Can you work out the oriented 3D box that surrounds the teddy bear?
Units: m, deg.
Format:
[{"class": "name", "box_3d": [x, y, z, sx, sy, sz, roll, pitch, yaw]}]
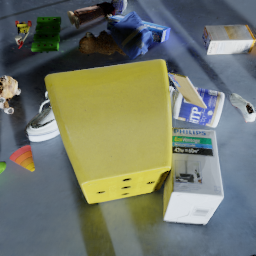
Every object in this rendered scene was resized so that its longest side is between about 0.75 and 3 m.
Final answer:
[{"class": "teddy bear", "box_3d": [-0.845, -3.445, 11.188, 2.266, 0.756, 1.643, 12, 49, 9]}]

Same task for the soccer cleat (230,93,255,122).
[{"class": "soccer cleat", "box_3d": [3.786, -0.759, 9.174, 0.445, 0.498, 1.284, -13, 52, -10]}]

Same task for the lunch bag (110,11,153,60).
[{"class": "lunch bag", "box_3d": [0.178, -2.600, 8.231, 0.943, 1.388, 0.918, -37, 85, 9]}]

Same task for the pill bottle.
[{"class": "pill bottle", "box_3d": [1.946, -0.745, 8.777, 1.850, 1.107, 1.107, 13, 52, 12]}]

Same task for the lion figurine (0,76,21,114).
[{"class": "lion figurine", "box_3d": [-4.356, -0.606, 8.702, 2.419, 0.877, 1.482, -41, 47, -9]}]

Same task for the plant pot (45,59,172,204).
[{"class": "plant pot", "box_3d": [-0.282, 0.325, 7.036, 2.828, 2.828, 2.495, -10, 63, -8]}]

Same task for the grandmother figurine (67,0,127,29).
[{"class": "grandmother figurine", "box_3d": [-1.219, -5.290, 12.650, 2.763, 0.837, 1.676, -29, 61, -19]}]

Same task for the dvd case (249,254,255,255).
[{"class": "dvd case", "box_3d": [2.029, 3.752, 5.725, 2.315, 0.203, 1.651, -13, 51, -10]}]

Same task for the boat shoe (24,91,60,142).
[{"class": "boat shoe", "box_3d": [-2.005, -0.708, 8.679, 2.799, 1.193, 1.034, -32, 58, -23]}]

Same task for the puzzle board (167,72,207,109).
[{"class": "puzzle board", "box_3d": [1.501, -0.968, 7.088, 0.094, 1.078, 0.813, -45, 31, -6]}]

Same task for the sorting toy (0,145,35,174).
[{"class": "sorting toy", "box_3d": [-3.337, 1.280, 7.581, 1.980, 0.687, 0.682, -36, 83, -27]}]

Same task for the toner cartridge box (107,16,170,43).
[{"class": "toner cartridge box", "box_3d": [0.447, -4.129, 11.632, 2.393, 0.517, 1.137, 19, 29, 15]}]

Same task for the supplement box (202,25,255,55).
[{"class": "supplement box", "box_3d": [4.022, -3.582, 11.344, 1.789, 0.658, 1.127, -1, 51, -1]}]

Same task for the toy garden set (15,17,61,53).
[{"class": "toy garden set", "box_3d": [-3.801, -3.825, 11.712, 1.918, 0.459, 2.301, -3, 52, -4]}]

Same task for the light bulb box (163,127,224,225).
[{"class": "light bulb box", "box_3d": [1.467, 1.184, 6.808, 1.088, 1.728, 1.743, 5, 53, 2]}]
